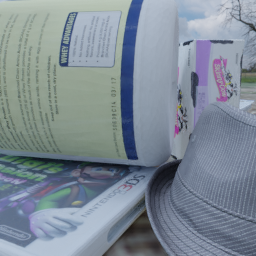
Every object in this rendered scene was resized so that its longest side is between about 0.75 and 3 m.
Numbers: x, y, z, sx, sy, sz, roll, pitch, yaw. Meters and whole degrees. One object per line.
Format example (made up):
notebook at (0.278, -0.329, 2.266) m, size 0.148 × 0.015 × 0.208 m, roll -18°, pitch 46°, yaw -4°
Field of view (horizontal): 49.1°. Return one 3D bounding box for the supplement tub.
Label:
supplement tub at (-0.816, -0.614, 3.768) m, size 2.874 × 2.083 × 2.083 m, roll 3°, pitch 11°, yaw 12°

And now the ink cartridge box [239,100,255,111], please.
ink cartridge box at (3.964, -0.767, 10.368) m, size 1.046 × 0.212 × 1.044 m, roll -26°, pitch 20°, yaw -23°

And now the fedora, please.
fedora at (1.318, 0.358, 2.665) m, size 2.218 × 1.132 × 2.508 m, roll 9°, pitch 12°, yaw 16°

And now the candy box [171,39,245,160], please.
candy box at (1.076, -0.531, 5.269) m, size 0.843 × 1.977 × 2.357 m, roll -2°, pitch 11°, yaw -12°

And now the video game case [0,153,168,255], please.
video game case at (-1.091, 0.683, 3.421) m, size 2.689 × 0.314 × 2.444 m, roll 6°, pitch 12°, yaw 26°
